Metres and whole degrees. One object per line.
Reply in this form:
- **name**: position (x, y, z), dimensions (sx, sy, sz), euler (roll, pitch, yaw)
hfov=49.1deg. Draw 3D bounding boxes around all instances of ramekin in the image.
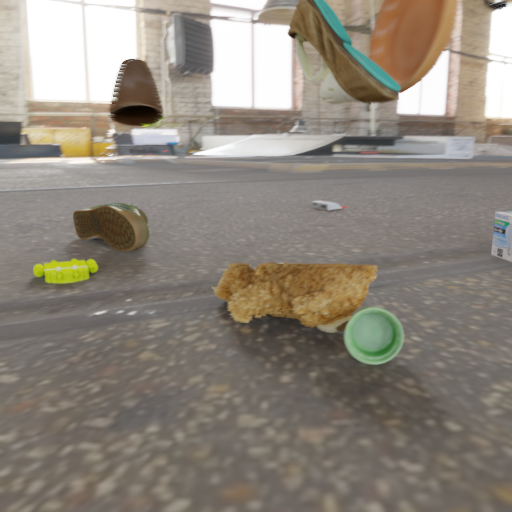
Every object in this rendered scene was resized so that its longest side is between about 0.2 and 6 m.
- **ramekin**: position (1.181, 0.785, 5.672), dimensions (0.572, 0.572, 0.279), euler (2, 5, 7)

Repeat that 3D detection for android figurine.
- **android figurine**: position (-3.020, 0.227, 8.888), dimensions (0.967, 0.218, 1.063), euler (-4, 12, -20)

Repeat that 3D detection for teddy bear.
- **teddy bear**: position (0.450, 0.470, 6.965), dimensions (2.371, 0.792, 1.719), euler (1, 3, 40)

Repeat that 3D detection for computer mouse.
- **computer mouse**: position (3.969, -3.596, 8.286), dimensions (0.578, 0.335, 1.971), euler (-19, 57, -14)

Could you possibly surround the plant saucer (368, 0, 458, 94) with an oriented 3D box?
- **plant saucer**: position (2.044, -2.949, 7.275), dimensions (0.325, 1.739, 1.739), euler (7, 10, -20)

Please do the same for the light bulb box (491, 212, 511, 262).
- **light bulb box**: position (4.683, -0.339, 9.983), dimensions (0.514, 0.823, 0.816), euler (-3, 12, -11)

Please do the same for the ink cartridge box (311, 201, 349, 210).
- **ink cartridge box**: position (2.196, -1.523, 16.612), dimensions (0.890, 0.254, 0.724), euler (-14, 18, -34)

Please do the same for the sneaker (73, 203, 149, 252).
- **sneaker**: position (-2.659, -0.703, 11.394), dimensions (1.166, 0.871, 2.598), euler (-17, 18, -40)

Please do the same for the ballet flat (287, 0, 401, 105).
- **ballet flat**: position (1.052, -2.606, 7.565), dimensions (0.790, 0.842, 2.328), euler (6, 45, -47)

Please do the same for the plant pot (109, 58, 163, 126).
- **plant pot**: position (-2.356, -3.229, 10.900), dimensions (1.012, 1.083, 1.012), euler (-5, -9, -1)
